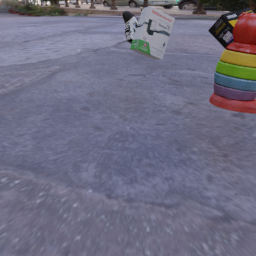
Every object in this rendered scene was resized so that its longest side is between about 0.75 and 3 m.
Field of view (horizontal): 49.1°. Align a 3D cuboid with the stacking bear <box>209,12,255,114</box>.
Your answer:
[{"bbox_3d":[2.647,-1.499,6.384,1.188,2.090,1.269,-3,23,-26],"label":"stacking bear"}]

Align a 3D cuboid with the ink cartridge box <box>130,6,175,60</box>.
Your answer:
[{"bbox_3d":[0.832,-3.201,9.532,1.072,1.462,0.607,14,6,-28],"label":"ink cartridge box"}]

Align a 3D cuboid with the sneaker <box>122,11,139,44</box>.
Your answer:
[{"bbox_3d":[0.142,-3.773,10.981,0.730,1.649,0.611,-34,6,-20],"label":"sneaker"}]

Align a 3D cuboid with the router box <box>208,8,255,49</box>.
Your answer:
[{"bbox_3d":[3.472,-2.504,7.939,1.734,0.576,2.205,50,46,8],"label":"router box"}]
